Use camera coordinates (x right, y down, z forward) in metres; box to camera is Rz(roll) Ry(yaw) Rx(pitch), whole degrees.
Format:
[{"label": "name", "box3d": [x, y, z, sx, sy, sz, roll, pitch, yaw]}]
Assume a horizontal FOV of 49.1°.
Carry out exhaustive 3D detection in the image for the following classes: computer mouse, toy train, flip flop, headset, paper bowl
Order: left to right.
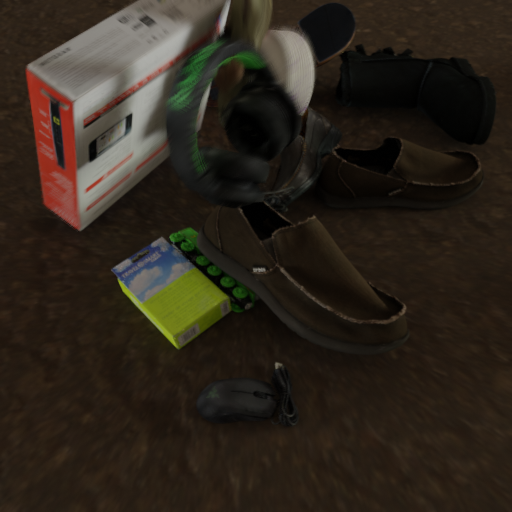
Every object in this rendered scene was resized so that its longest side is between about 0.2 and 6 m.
[{"label": "toy train", "box3d": [-0.611, 0.170, 8.233, 0.526, 0.389, 1.866, -24, 49, -36]}, {"label": "headset", "box3d": [-0.306, -1.435, 7.477, 1.419, 3.019, 1.864, 17, 70, 32]}, {"label": "flip flop", "box3d": [-0.328, -2.953, 8.185, 0.676, 2.349, 0.953, -16, 46, -31]}, {"label": "computer mouse", "box3d": [-0.126, 1.669, 6.727, 1.200, 0.316, 0.831, -5, 46, -5]}, {"label": "paper bowl", "box3d": [0.202, -2.804, 8.881, 0.759, 1.459, 1.459, -9, 43, -30]}]

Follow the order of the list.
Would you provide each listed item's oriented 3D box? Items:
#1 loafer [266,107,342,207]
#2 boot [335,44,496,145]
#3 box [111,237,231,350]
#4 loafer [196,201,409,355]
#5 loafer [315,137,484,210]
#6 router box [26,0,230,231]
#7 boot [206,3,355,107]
[{"label": "loafer", "box3d": [0.656, -1.664, 9.520, 0.859, 0.865, 2.376, 44, 46, -16]}, {"label": "boot", "box3d": [2.987, -3.234, 11.079, 2.672, 1.207, 3.261, 4, 37, 1]}, {"label": "box", "box3d": [-1.205, 0.480, 7.843, 0.956, 0.374, 1.568, -35, 54, -23]}, {"label": "loafer", "box3d": [0.568, 0.092, 7.427, 3.333, 1.189, 1.217, 31, 32, 24]}, {"label": "loafer", "box3d": [2.471, -1.425, 9.348, 2.909, 1.038, 1.062, -7, 45, -7]}, {"label": "router box", "box3d": [-1.871, -2.286, 8.515, 0.782, 2.874, 3.202, 37, 57, 7]}, {"label": "boot", "box3d": [0.462, -4.038, 11.959, 3.510, 1.311, 1.701, -20, 6, 13]}]
